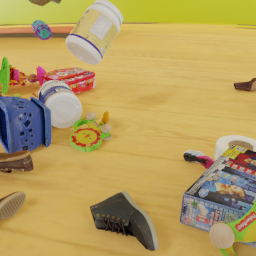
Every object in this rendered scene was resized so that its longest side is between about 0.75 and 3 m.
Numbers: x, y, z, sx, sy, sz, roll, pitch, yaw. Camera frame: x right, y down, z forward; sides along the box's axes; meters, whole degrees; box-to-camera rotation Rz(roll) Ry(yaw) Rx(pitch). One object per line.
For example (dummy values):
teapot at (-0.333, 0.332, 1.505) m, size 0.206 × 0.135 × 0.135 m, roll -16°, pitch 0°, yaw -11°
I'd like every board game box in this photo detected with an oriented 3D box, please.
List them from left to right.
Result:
board game box at (2.956, 1.583, 5.932) m, size 2.685 × 0.829 × 2.687 m, roll 21°, pitch 33°, yaw 34°

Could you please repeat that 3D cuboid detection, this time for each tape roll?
tape roll at (3.226, 0.714, 8.118) m, size 1.361 × 0.476 × 1.361 m, roll 0°, pitch 27°, yaw 0°

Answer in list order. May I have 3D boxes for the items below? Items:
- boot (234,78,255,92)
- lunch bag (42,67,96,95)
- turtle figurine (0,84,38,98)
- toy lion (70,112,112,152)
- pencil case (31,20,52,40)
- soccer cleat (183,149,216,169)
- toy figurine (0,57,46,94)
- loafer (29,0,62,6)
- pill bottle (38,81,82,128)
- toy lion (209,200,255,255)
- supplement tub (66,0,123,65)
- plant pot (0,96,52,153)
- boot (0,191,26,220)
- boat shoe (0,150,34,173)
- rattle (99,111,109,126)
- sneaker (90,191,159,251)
boot at (5.969, -2.258, 14.174) m, size 1.156 × 0.503 × 1.390 m, roll 8°, pitch 30°, yaw 12°
lunch bag at (-2.759, -2.229, 13.723) m, size 2.071 × 0.963 × 2.351 m, roll 23°, pitch 34°, yaw 31°
turtle figurine at (-4.251, -0.850, 10.751) m, size 2.579 × 0.830 × 2.079 m, roll 17°, pitch 19°, yaw -39°
toy lion at (-1.322, 0.180, 9.122) m, size 1.353 × 0.484 × 1.411 m, roll -27°, pitch 48°, yaw -29°
pencil case at (-3.698, -4.188, 11.951) m, size 0.711 × 0.655 × 1.539 m, roll -11°, pitch 30°, yaw -20°
soccer cleat at (2.103, 0.840, 7.974) m, size 1.053 × 0.368 × 0.455 m, roll 18°, pitch 34°, yaw 33°
toy figurine at (-5.134, -2.478, 14.041) m, size 2.155 × 1.758 × 2.341 m, roll -1°, pitch -2°, yaw -34°
loafer at (-2.983, -4.615, 9.765) m, size 0.818 × 0.726 × 2.152 m, roll -5°, pitch 32°, yaw -46°
pill bottle at (-2.690, -1.037, 10.728) m, size 1.340 × 1.340 × 2.412 m, roll -10°, pitch 27°, yaw -20°
toy lion at (2.542, 1.927, 4.732) m, size 1.666 × 1.738 × 0.597 m, roll 51°, pitch 7°, yaw 23°
supplement tub at (-1.059, -3.113, 9.132) m, size 1.290 × 1.290 × 1.774 m, roll 21°, pitch 75°, yaw 36°
plant pot at (-3.241, -0.145, 8.763) m, size 1.395 × 1.552 × 1.552 m, roll -11°, pitch 27°, yaw -35°
boot at (-3.120, 1.669, 6.118) m, size 1.171 × 0.510 × 1.408 m, roll 17°, pitch 34°, yaw 28°
boat shoe at (-3.258, 0.968, 7.507) m, size 1.587 × 0.558 × 0.559 m, roll -4°, pitch 22°, yaw 22°
rattle at (-1.148, -0.081, 9.486) m, size 1.065 × 0.761 × 0.693 m, roll -4°, pitch 38°, yaw -20°
sneaker at (-0.119, 1.951, 5.551) m, size 0.910 × 0.641 × 1.714 m, roll -17°, pitch 22°, yaw -21°
